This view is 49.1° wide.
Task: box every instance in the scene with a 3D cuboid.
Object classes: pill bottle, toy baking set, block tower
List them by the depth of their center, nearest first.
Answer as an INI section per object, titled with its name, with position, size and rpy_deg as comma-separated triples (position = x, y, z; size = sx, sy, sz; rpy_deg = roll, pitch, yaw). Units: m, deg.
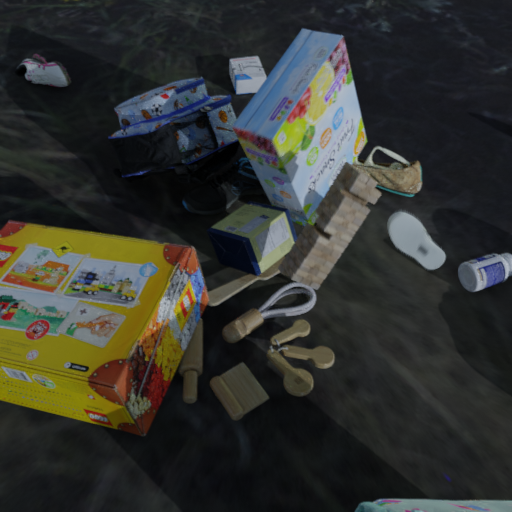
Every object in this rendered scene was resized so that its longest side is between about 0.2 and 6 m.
[block tower]
position = 1.179, -0.420, 8.994
size = 0.560, 2.072, 0.599
rpy_deg = 23, 19, -27
[toy baking set]
position = -0.082, 1.329, 9.832
size = 2.596, 0.394, 3.382
rpy_deg = -4, 45, -7
[pill bottle]
position = 4.415, 0.284, 10.637
size = 0.973, 0.583, 0.583
rpy_deg = -15, 50, -14

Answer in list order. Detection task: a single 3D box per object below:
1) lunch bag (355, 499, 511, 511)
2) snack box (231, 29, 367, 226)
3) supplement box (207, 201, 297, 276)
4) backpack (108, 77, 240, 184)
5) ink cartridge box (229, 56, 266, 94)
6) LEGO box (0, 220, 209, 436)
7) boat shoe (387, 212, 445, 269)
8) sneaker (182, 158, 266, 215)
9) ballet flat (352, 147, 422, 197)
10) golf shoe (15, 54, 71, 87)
[lunch bag]
position = 2.255, 3.561, 5.985
size = 2.586, 3.035, 1.851
rpy_deg = 4, 47, 2
[snack box]
position = 0.987, -2.329, 10.781
size = 0.988, 2.919, 2.462
rpy_deg = 25, 73, 28
[supplement box]
position = -0.057, -0.364, 10.816
size = 1.193, 0.801, 1.194
rpy_deg = -37, 34, -29
[backpack]
position = -1.678, -2.755, 12.278
size = 2.656, 2.046, 2.530
rpy_deg = 8, 25, 43
[ink cartridge box]
position = -0.246, -5.013, 15.525
size = 0.846, 0.489, 1.159
rpy_deg = -9, 48, -8
[LEGO box]
position = -3.046, 1.004, 9.135
size = 3.683, 1.421, 2.743
rpy_deg = 8, 48, 17
[boat shoe]
position = 2.775, -0.319, 9.994
size = 0.562, 1.591, 0.506
rpy_deg = -41, 37, 14
[sneaker]
position = -0.526, -1.659, 12.150
size = 2.357, 0.966, 0.863
rpy_deg = -24, 54, -18
[ballet flat]
position = 2.382, -2.061, 12.500
size = 2.680, 0.875, 0.945
rpy_deg = 14, 23, 9
[golf shoe]
position = -5.830, -4.945, 15.382
size = 1.896, 0.688, 0.873
rpy_deg = 26, 57, 33
